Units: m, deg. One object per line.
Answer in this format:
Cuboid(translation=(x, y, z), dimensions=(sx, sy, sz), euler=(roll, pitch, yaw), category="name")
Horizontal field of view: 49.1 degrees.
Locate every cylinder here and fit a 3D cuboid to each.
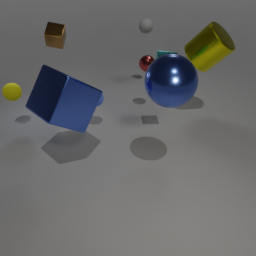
Cuboid(translation=(3.185, -3.154, 10.980), dimensions=(1.400, 1.400, 1.400), euler=(24, 48, -30), category="cylinder")

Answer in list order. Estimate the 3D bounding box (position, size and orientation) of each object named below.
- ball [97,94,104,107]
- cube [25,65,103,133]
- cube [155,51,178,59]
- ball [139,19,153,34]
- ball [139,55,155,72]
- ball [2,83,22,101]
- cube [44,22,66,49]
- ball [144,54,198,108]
Cuboid(translation=(-1.311, -1.181, 11.045), dimensions=(0.700, 0.700, 0.700), euler=(0, 31, 0), category="ball")
Cuboid(translation=(-1.897, -0.854, 8.335), dimensions=(1.400, 1.400, 1.400), euler=(29, 6, 39), category="cube")
Cuboid(translation=(1.297, -2.121, 9.585), dimensions=(0.700, 0.700, 0.700), euler=(3, 59, -7), category="cube")
Cuboid(translation=(0.890, -5.054, 13.901), dimensions=(0.700, 0.700, 0.700), euler=(0, 31, 0), category="ball")
Cuboid(translation=(0.815, -2.725, 11.860), dimensions=(0.700, 0.700, 0.700), euler=(0, 31, 0), category="ball")
Cuboid(translation=(-4.473, -1.387, 10.819), dimensions=(0.700, 0.700, 0.700), euler=(0, 31, 0), category="ball")
Cuboid(translation=(-2.929, -3.732, 11.314), dimensions=(0.700, 0.700, 0.700), euler=(9, 66, -5), category="cube")
Cuboid(translation=(1.129, -1.226, 7.353), dimensions=(1.400, 1.400, 1.400), euler=(0, 31, 0), category="ball")
